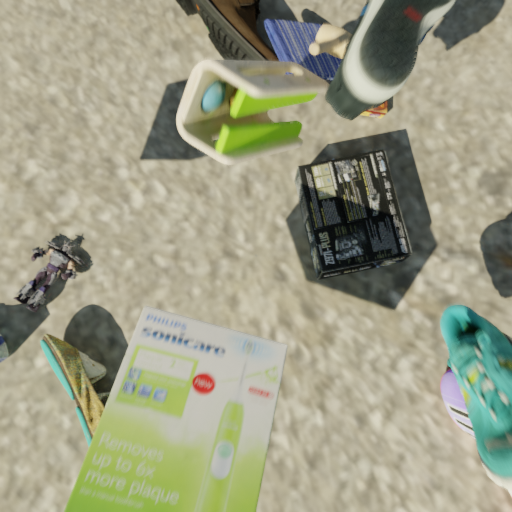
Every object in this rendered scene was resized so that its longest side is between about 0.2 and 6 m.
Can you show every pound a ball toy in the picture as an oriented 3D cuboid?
[{"bbox_3d":[0.186,-2.421,7.706,1.134,2.670,1.741,36,122,16],"label":"pound a ball toy"}]

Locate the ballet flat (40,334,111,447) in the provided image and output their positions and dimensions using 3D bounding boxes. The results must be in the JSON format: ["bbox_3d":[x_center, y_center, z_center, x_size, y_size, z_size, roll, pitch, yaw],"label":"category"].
[{"bbox_3d":[-2.745,2.292,9.313,0.860,0.860,2.434,-28,80,-5],"label":"ballet flat"}]

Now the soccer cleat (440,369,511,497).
[{"bbox_3d":[4.012,2.997,8.979,0.916,1.050,2.745,-31,81,-5],"label":"soccer cleat"}]

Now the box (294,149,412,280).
[{"bbox_3d":[1.643,-0.701,9.779,1.571,0.826,1.919,-12,80,-2],"label":"box"}]

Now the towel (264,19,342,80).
[{"bbox_3d":[0.989,-3.731,10.245,1.730,0.206,1.252,-13,76,-39],"label":"towel"}]

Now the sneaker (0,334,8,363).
[{"bbox_3d":[-5.759,1.596,9.206,2.783,1.124,1.607,-23,82,-3],"label":"sneaker"}]

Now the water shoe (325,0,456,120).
[{"bbox_3d":[1.683,-2.993,7.251,1.020,1.125,2.852,37,64,-11],"label":"water shoe"}]

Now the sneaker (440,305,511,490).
[{"bbox_3d":[2.881,1.618,6.960,1.193,3.079,1.226,-42,100,18],"label":"sneaker"}]

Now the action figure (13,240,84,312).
[{"bbox_3d":[-3.615,0.302,9.791,0.897,0.478,1.379,29,77,12],"label":"action figure"}]

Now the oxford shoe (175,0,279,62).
[{"bbox_3d":[-0.390,-4.579,10.262,1.468,1.264,3.479,-34,81,-3],"label":"oxford shoe"}]

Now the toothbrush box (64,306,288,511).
[{"bbox_3d":[-0.788,2.007,6.179,1.774,1.049,2.437,16,51,-1],"label":"toothbrush box"}]

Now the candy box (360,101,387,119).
[{"bbox_3d":[2.150,-3.107,10.460,0.563,0.272,0.965,6,79,-13],"label":"candy box"}]
